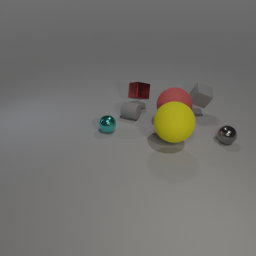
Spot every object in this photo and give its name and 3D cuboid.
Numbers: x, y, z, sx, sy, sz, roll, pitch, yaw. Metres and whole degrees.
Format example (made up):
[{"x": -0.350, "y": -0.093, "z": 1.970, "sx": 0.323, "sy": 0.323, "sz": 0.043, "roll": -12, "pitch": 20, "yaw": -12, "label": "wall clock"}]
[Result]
[{"x": -0.817, "y": -0.162, "z": 11.105, "sx": 0.700, "sy": 0.700, "sz": 0.700, "roll": 0, "pitch": 30, "yaw": 0, "label": "ball"}, {"x": 3.098, "y": -1.387, "z": 11.861, "sx": 0.700, "sy": 0.700, "sz": 0.700, "roll": 19, "pitch": 48, "yaw": -11, "label": "cube"}, {"x": 0.131, "y": -0.753, "z": 12.147, "sx": 0.700, "sy": 0.700, "sz": 0.700, "roll": 13, "pitch": 32, "yaw": 21, "label": "cylinder"}, {"x": 1.832, "y": -0.900, "z": 11.043, "sx": 1.400, "sy": 1.400, "sz": 1.400, "roll": 0, "pitch": 30, "yaw": 0, "label": "ball"}, {"x": 0.500, "y": -1.666, "z": 12.602, "sx": 0.700, "sy": 0.700, "sz": 0.700, "roll": 4, "pitch": 2, "yaw": -34, "label": "cube"}, {"x": 1.581, "y": -0.199, "z": 9.577, "sx": 1.400, "sy": 1.400, "sz": 1.400, "roll": 0, "pitch": 30, "yaw": 0, "label": "ball"}, {"x": 3.674, "y": 0.252, "z": 10.389, "sx": 0.700, "sy": 0.700, "sz": 0.700, "roll": 0, "pitch": 30, "yaw": 0, "label": "ball"}]
